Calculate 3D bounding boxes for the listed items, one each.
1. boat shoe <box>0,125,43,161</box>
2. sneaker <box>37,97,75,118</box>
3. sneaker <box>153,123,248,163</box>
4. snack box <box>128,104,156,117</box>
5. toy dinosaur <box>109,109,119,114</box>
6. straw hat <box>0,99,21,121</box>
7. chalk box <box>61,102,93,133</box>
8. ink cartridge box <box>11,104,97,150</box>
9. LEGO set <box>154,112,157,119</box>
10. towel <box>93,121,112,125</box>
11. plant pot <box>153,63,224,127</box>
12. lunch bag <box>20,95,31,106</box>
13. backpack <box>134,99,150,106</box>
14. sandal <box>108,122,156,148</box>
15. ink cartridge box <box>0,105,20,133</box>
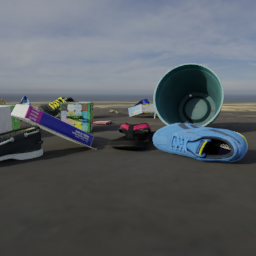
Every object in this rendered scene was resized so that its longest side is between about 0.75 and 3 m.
[{"bbox_3d":[-2.335,0.299,4.739,0.738,0.589,1.952,4,8,32],"label":"boat shoe"},{"bbox_3d":[-3.303,-1.030,12.957,0.860,0.977,2.310,40,21,11],"label":"sneaker"},{"bbox_3d":[1.145,0.247,5.046,1.854,0.611,0.727,6,7,38],"label":"sneaker"},{"bbox_3d":[0.977,-0.910,14.398,1.489,0.504,1.256,-6,-4,-31],"label":"snack box"},{"bbox_3d":[-0.902,-1.059,17.326,0.896,0.345,0.458,6,2,26],"label":"toy dinosaur"},{"bbox_3d":[-5.913,-0.812,12.543,2.312,0.978,2.312,1,6,0],"label":"straw hat"},{"bbox_3d":[-1.600,-0.343,8.841,0.929,0.923,1.489,1,8,-2],"label":"chalk box"},{"bbox_3d":[-1.581,-0.048,6.087,1.562,0.345,1.591,29,-11,-33],"label":"ink cartridge box"},{"bbox_3d":[2.167,-0.785,13.784,1.414,0.617,2.178,5,8,41],"label":"LEGO set"},{"bbox_3d":[-1.042,-0.211,11.207,0.631,0.100,0.877,-1,5,13],"label":"towel"},{"bbox_3d":[2.022,-0.762,8.868,2.002,2.002,1.881,3,-8,22],"label":"plant pot"},{"bbox_3d":[-6.377,-1.479,17.462,0.721,1.132,0.962,-2,8,-19],"label":"lunch bag"},{"bbox_3d":[0.774,-1.121,16.021,0.964,0.809,0.783,-34,-9,24],"label":"backpack"},{"bbox_3d":[0.183,0.101,6.640,0.893,0.536,2.378,2,7,18],"label":"sandal"},{"bbox_3d":[-4.124,-0.168,7.534,1.476,0.852,2.028,1,7,8],"label":"ink cartridge box"}]
